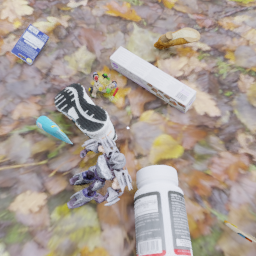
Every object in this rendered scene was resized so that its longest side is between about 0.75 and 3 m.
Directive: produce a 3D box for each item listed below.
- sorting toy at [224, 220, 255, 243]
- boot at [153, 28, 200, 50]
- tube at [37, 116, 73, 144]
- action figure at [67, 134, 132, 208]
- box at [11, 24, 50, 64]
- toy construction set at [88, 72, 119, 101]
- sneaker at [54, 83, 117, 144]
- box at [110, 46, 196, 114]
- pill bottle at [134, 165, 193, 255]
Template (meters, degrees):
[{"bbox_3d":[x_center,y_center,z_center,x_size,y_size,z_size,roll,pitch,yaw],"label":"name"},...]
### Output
[{"bbox_3d":[2.327,2.174,5.860,0.563,0.756,0.101,28,87,-5],"label":"sorting toy"},{"bbox_3d":[1.520,-2.792,8.877,1.288,0.922,0.453,-7,89,-18],"label":"boot"},{"bbox_3d":[-1.787,0.035,6.678,1.325,0.513,0.334,25,76,48],"label":"tube"},{"bbox_3d":[-0.623,0.994,5.761,0.718,2.071,1.347,2,60,-33],"label":"action figure"},{"bbox_3d":[-3.082,-2.614,8.821,0.701,0.187,1.157,33,70,-19],"label":"box"},{"bbox_3d":[-0.698,-1.074,7.959,0.767,0.706,0.919,4,34,-45],"label":"toy construction set"},{"bbox_3d":[-1.141,-0.332,7.364,0.905,0.982,2.455,-38,47,-5],"label":"sneaker"},{"bbox_3d":[0.684,-1.420,8.096,2.745,0.531,0.569,35,76,20],"label":"box"},{"bbox_3d":[0.677,1.821,5.805,1.077,1.077,1.892,-1,58,-1],"label":"pill bottle"}]
